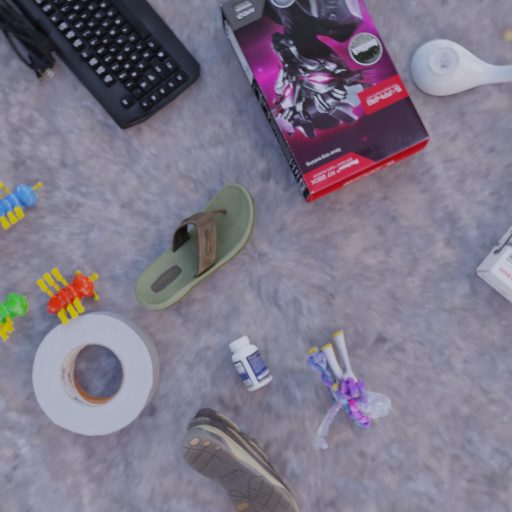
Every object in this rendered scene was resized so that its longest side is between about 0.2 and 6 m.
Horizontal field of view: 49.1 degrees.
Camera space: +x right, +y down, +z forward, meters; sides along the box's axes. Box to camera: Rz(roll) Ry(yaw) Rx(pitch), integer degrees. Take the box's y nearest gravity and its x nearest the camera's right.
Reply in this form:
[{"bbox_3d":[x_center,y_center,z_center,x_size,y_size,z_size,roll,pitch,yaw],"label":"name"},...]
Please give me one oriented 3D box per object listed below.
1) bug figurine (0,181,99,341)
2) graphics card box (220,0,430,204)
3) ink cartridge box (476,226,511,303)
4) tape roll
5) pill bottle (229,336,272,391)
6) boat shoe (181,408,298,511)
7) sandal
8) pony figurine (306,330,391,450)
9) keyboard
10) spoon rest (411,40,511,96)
[{"bbox_3d":[-3.618,0.133,8.463,1.906,0.632,2.458,-33,85,-6],"label":"bug figurine"},{"bbox_3d":[1.003,-2.659,8.485,1.999,0.810,3.186,-25,87,0],"label":"graphics card box"},{"bbox_3d":[4.175,0.044,8.521,0.942,0.532,1.283,39,88,0],"label":"ink cartridge box"},{"bbox_3d":[-2.387,1.746,8.441,1.785,0.590,1.785,0,88,1],"label":"tape roll"},{"bbox_3d":[-0.109,1.625,8.528,0.422,0.422,0.760,-27,88,-1],"label":"pill bottle"},{"bbox_3d":[-0.126,3.057,8.194,0.867,0.853,2.326,-29,114,20],"label":"boat shoe"},{"bbox_3d":[-0.893,-0.130,8.292,0.929,0.668,2.339,39,82,24],"label":"sandal"},{"bbox_3d":[1.291,1.958,8.084,1.239,1.437,1.488,-29,86,22],"label":"pony figurine"},{"bbox_3d":[-2.957,-3.796,8.527,2.217,0.844,4.260,-41,88,-1],"label":"keyboard"},{"bbox_3d":[3.326,-2.910,8.709,1.792,0.543,0.890,6,87,14],"label":"spoon rest"}]
